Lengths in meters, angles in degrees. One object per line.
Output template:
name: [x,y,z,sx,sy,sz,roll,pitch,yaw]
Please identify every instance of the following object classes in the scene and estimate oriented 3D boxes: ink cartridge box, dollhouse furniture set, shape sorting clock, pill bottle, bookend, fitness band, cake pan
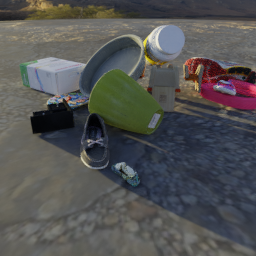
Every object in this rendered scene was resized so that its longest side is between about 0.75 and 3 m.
ink cartridge box: [-3.050,-2.203,11.697,2.358,0.990,1.707,18,31,33]
dollhouse furniture set: [1.319,-1.624,10.545,2.895,1.491,2.864,4,15,7]
shape sorting clock: [-2.100,-1.014,10.033,1.569,0.308,1.569,0,26,0]
pill bottle: [1.241,-2.960,10.137,1.222,1.222,2.174,-4,5,-9]
bookend: [-2.352,-0.393,8.465,1.194,0.553,1.201,-10,27,-20]
fitness band: [3.946,-1.298,10.521,1.824,0.475,2.539,-24,34,-35]
cake pan: [-0.530,-2.157,10.236,2.877,0.528,2.877,-22,48,26]

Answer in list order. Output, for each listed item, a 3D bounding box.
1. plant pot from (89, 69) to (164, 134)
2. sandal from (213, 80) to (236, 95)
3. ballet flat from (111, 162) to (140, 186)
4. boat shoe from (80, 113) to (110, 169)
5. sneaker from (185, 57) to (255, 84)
plant pot: [0.072,-0.570,7.955,1.745,1.632,1.632,33,39,27]
sandal: [3.537,-1.517,10.105,0.787,0.475,1.934,19,14,17]
ballet flat: [-0.054,0.912,6.051,0.329,0.329,0.887,-20,32,-35]
boat shoe: [-0.863,0.258,7.055,0.700,0.596,2.093,-4,26,-7]
sneaker: [3.915,-2.367,12.125,2.978,1.159,1.223,16,24,11]
